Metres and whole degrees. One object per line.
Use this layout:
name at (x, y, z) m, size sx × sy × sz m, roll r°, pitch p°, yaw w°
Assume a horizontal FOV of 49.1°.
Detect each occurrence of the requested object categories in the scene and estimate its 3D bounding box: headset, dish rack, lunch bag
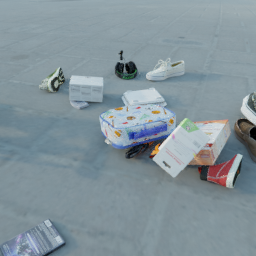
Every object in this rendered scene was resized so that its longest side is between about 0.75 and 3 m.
headset at (-0.163, -3.368, 15.088) m, size 1.202 × 0.915 × 1.947 m, roll -6°, pitch 44°, yaw -11°
dish rack at (0.692, -1.339, 12.347) m, size 1.766 × 0.384 × 1.515 m, roll -9°, pitch 33°, yaw -12°
lunch bag at (0.304, -0.082, 9.565) m, size 2.487 × 0.940 × 1.993 m, roll -15°, pitch 26°, yaw -21°

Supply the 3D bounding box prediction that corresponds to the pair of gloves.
pair of gloves at (0.721, 0.601, 8.788) m, size 1.582 × 0.196 × 1.409 m, roll -9°, pitch 16°, yaw 41°

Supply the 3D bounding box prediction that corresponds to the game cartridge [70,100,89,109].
game cartridge at (-2.124, -1.045, 12.077) m, size 0.540 × 0.166 × 0.811 m, roll -19°, pitch 36°, yaw -34°

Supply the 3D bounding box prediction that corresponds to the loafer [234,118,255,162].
loafer at (4.266, 0.238, 9.372) m, size 0.836 × 0.812 × 2.289 m, roll -2°, pitch 32°, yaw -3°

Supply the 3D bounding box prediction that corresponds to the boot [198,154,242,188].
boot at (2.714, 1.135, 8.257) m, size 1.096 × 0.550 × 1.519 m, roll 9°, pitch 26°, yaw 33°

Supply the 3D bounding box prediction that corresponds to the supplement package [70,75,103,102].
supplement package at (-1.823, -1.742, 12.391) m, size 1.420 × 0.787 × 1.106 m, roll 3°, pitch 28°, yaw -7°

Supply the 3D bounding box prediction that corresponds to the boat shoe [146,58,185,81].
boat shoe at (2.012, -3.171, 14.670) m, size 2.374 × 1.012 × 0.877 m, roll -15°, pitch 35°, yaw -22°

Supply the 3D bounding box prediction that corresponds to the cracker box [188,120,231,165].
cracker box at (2.314, 0.420, 8.909) m, size 1.337 × 0.576 × 1.996 m, roll -4°, pitch 25°, yaw 37°

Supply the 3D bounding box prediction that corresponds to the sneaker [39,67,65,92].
sneaker at (-3.758, -2.404, 13.745) m, size 0.941 × 0.817 × 2.125 m, roll -4°, pitch 29°, yaw 9°

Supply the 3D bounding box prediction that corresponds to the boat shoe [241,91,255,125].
boat shoe at (4.969, -0.909, 10.642) m, size 0.997 × 0.981 × 2.766 m, roll 35°, pitch 31°, yaw -3°

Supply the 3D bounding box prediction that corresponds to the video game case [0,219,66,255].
video game case at (-2.129, 2.603, 6.243) m, size 1.206 × 0.114 × 0.862 m, roll -23°, pitch 39°, yaw -31°

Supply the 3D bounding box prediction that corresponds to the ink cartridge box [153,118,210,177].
ink cartridge box at (1.439, 0.544, 7.738) m, size 0.854 × 1.459 × 0.491 m, roll 42°, pitch 4°, yaw -1°
